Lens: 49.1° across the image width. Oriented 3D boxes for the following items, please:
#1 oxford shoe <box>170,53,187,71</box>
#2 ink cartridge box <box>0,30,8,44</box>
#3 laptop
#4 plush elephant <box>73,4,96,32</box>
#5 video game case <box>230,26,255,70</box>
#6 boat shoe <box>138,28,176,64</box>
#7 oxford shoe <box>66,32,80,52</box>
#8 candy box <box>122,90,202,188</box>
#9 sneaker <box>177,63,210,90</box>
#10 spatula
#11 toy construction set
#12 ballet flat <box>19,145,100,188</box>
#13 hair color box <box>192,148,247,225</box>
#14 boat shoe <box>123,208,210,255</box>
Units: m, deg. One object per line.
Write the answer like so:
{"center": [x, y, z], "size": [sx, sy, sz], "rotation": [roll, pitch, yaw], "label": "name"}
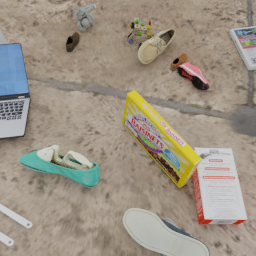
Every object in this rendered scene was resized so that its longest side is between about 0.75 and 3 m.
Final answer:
{"center": [2.067, -2.706, 11.153], "size": [0.365, 0.364, 1.022], "rotation": [33, 63, 20], "label": "oxford shoe"}
{"center": [-5.438, -3.573, 11.164], "size": [1.378, 1.005, 0.579], "rotation": [33, 64, 29], "label": "ink cartridge box"}
{"center": [-4.933, -1.185, 9.375], "size": [2.795, 1.730, 2.985], "rotation": [-6, 48, -3], "label": "laptop"}
{"center": [-1.815, -4.751, 12.143], "size": [0.956, 0.899, 1.161], "rotation": [-19, 12, 33], "label": "plush elephant"}
{"center": [5.769, -3.419, 11.632], "size": [2.446, 0.281, 2.228], "rotation": [-8, 59, -4], "label": "video game case"}
{"center": [1.172, -3.329, 11.190], "size": [2.089, 0.678, 0.754], "rotation": [-46, 107, -28], "label": "boat shoe"}
{"center": [-2.299, -3.691, 11.697], "size": [0.385, 0.447, 1.060], "rotation": [10, 58, 8], "label": "oxford shoe"}
{"center": [0.883, 0.327, 8.601], "size": [0.393, 1.522, 2.977], "rotation": [-27, 62, -29], "label": "candy box"}
{"center": [2.600, -2.040, 10.637], "size": [0.643, 0.546, 1.482], "rotation": [-36, 65, -21], "label": "sneaker"}
{"center": [-4.165, 2.761, 7.936], "size": [2.580, 0.207, 1.794], "rotation": [25, 57, 17], "label": "spatula"}
{"center": [0.626, -4.165, 11.618], "size": [1.155, 1.064, 1.385], "rotation": [20, 60, 12], "label": "toy construction set"}
{"center": [-1.995, 0.993, 8.446], "size": [2.513, 0.885, 0.846], "rotation": [18, 18, 3], "label": "ballet flat"}
{"center": [2.594, 1.684, 8.285], "size": [1.203, 0.693, 2.169], "rotation": [2, 60, -3], "label": "hair color box"}
{"center": [1.000, 2.890, 7.503], "size": [2.426, 0.750, 0.908], "rotation": [16, 75, 22], "label": "boat shoe"}
